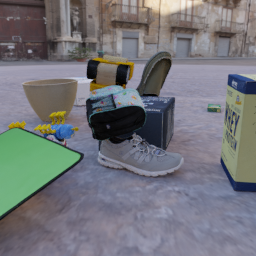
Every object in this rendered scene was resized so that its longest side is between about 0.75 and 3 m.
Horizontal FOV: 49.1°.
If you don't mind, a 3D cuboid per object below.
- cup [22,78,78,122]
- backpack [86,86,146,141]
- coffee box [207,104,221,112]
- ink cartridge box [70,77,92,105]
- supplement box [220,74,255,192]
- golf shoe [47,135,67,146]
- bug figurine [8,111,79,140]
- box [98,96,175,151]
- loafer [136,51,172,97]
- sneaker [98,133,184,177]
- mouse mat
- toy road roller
[{"bbox_3d":[-3.051,-1.133,11.350,2.149,1.537,2.149,-2,17,1],"label":"cup"},{"bbox_3d":[-0.259,-0.377,6.508,1.303,1.146,0.999,-9,53,0],"label":"backpack"},{"bbox_3d":[4.048,-0.948,13.143,0.605,0.216,0.984,5,17,18],"label":"coffee box"},{"bbox_3d":[-2.452,-2.085,15.335,2.028,1.181,2.805,-10,19,-31],"label":"ink cartridge box"},{"bbox_3d":[3.333,0.044,5.996,2.255,2.253,1.514,2,16,6],"label":"supplement box"},{"bbox_3d":[-1.925,0.634,6.473,0.704,0.893,1.939,1,17,3],"label":"golf shoe"},{"bbox_3d":[-2.467,0.600,6.277,2.146,0.712,2.767,-2,31,28],"label":"bug figurine"},{"bbox_3d":[0.357,-0.151,8.422,1.808,1.304,2.437,4,17,15],"label":"box"},{"bbox_3d":[0.886,-1.443,9.654,0.917,2.440,0.850,7,32,-33],"label":"loafer"},{"bbox_3d":[0.252,0.568,6.664,2.127,0.872,0.795,6,18,16],"label":"sneaker"},{"bbox_3d":[-2.475,0.792,5.089,2.983,0.112,2.400,15,41,44],"label":"mouse mat"},{"bbox_3d":[-0.634,-1.562,9.760,1.379,1.638,2.244,9,22,4],"label":"toy road roller"}]
